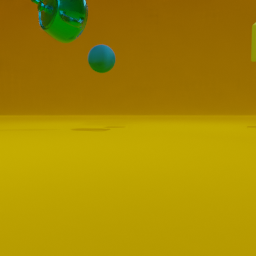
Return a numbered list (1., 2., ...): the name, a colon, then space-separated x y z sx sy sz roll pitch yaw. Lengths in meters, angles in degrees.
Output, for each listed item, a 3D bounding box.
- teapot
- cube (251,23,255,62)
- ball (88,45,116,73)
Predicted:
1. teapot: -1.375 -2.280 5.513 0.852 1.082 1.740 2 30 -43
2. cube: 3.589 -2.184 6.936 0.879 0.879 0.879 4 25 29
3. ball: -0.673 -1.764 7.163 0.708 0.708 0.708 0 3 0
